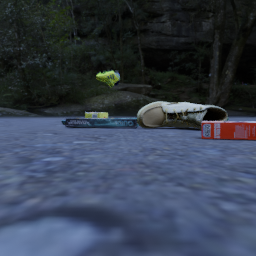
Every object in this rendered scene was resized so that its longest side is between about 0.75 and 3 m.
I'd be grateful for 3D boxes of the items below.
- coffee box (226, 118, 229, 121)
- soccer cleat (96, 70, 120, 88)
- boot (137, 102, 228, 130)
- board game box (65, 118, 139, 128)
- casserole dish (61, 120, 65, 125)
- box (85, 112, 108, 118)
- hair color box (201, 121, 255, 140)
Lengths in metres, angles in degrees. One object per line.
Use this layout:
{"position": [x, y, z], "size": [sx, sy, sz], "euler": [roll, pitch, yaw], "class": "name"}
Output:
{"position": [4.146, -0.348, 13.817], "size": [0.938, 0.335, 1.525], "euler": [-1, 3, -14], "class": "coffee box"}
{"position": [-0.810, -2.136, 12.347], "size": [0.608, 0.786, 1.880], "euler": [-1, 10, 20], "class": "soccer cleat"}
{"position": [1.754, -0.375, 9.287], "size": [2.524, 0.909, 1.952], "euler": [-7, 12, -24], "class": "boot"}
{"position": [-0.916, -0.209, 10.806], "size": [2.592, 0.365, 1.753], "euler": [1, 3, 5], "class": "board game box"}
{"position": [-2.681, -0.262, 13.296], "size": [0.698, 0.223, 1.152], "euler": [-3, 4, -44], "class": "casserole dish"}
{"position": [-1.874, -0.652, 17.165], "size": [0.921, 0.613, 2.446], "euler": [1, 2, 7], "class": "box"}
{"position": [2.146, 0.039, 5.832], "size": [1.176, 0.376, 0.652], "euler": [0, 3, 17], "class": "hair color box"}
